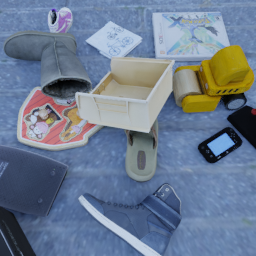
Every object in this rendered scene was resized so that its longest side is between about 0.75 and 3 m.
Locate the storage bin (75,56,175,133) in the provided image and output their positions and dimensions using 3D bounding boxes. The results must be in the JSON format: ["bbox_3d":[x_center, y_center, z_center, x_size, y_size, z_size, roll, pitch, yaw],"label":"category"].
[{"bbox_3d":[-0.029,-1.034,7.709,2.108,0.995,2.123,10,42,22],"label":"storage bin"}]

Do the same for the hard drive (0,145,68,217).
[{"bbox_3d":[-2.762,1.316,7.078,2.224,0.471,1.500,14,60,9],"label":"hard drive"}]

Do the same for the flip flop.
[{"bbox_3d":[0.328,0.178,7.578,1.050,0.745,2.590,2,54,1],"label":"flip flop"}]

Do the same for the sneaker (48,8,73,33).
[{"bbox_3d":[-2.420,-3.999,10.048,0.617,0.971,1.704,3,57,4],"label":"sneaker"}]

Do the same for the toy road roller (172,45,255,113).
[{"bbox_3d":[2.476,-1.468,8.088,2.255,1.646,1.385,-5,59,-3],"label":"toy road roller"}]

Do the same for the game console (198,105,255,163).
[{"bbox_3d":[3.015,0.303,7.819,2.256,0.272,1.330,-29,63,-16],"label":"game console"}]

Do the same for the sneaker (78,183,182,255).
[{"bbox_3d":[0.142,1.768,6.481,2.270,0.863,1.641,33,74,8],"label":"sneaker"}]

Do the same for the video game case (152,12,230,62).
[{"bbox_3d":[2.217,-3.308,10.013,2.577,0.284,2.349,-1,59,0],"label":"video game case"}]

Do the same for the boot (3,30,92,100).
[{"bbox_3d":[-2.531,-1.891,8.500,2.578,1.029,2.835,-10,52,-7],"label":"boot"}]

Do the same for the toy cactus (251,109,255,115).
[{"bbox_3d":[4.081,-0.181,7.755,1.753,0.896,1.446,25,24,-8],"label":"toy cactus"}]

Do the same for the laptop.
[{"bbox_3d":[-2.753,2.540,5.424,1.210,2.088,1.955,-34,64,-15],"label":"laptop"}]

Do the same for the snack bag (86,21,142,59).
[{"bbox_3d":[-0.528,-3.091,9.957,1.568,0.168,1.478,34,64,18],"label":"snack bag"}]

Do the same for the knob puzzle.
[{"bbox_3d":[-2.041,-0.453,8.141,2.902,0.402,2.902,0,59,0],"label":"knob puzzle"}]
